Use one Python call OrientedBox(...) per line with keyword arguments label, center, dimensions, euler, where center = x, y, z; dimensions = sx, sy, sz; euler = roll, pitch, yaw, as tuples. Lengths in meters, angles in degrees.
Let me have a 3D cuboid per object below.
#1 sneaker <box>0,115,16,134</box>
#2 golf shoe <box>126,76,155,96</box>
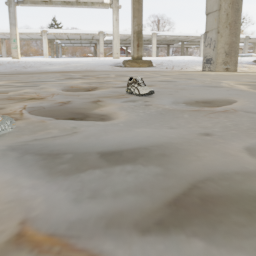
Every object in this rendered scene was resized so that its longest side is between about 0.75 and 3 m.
OrientedBox(label="sneaker", center=(-2.877, -0.075, 6.308), dimensions=(0.644, 0.530, 1.401), euler=(0, 14, -18))
OrientedBox(label="golf shoe", center=(0.533, -2.030, 13.519), dimensions=(0.756, 0.919, 1.946), euler=(-9, 18, -37))
